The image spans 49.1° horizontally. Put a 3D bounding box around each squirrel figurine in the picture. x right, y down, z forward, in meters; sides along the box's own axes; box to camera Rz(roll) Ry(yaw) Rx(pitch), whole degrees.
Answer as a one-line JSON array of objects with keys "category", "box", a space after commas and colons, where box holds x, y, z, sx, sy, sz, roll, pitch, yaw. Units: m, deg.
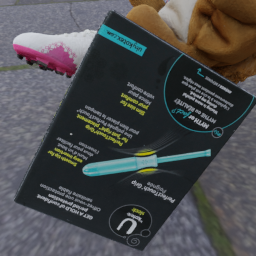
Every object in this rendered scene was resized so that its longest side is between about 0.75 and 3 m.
[{"category": "squirrel figurine", "box": [0.939, -1.276, 5.018, 2.936, 2.740, 2.078, 23, 40, -41]}]

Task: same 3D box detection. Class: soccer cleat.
[{"category": "soccer cleat", "box": [-1.083, -1.671, 6.031, 1.037, 1.282, 2.969, 21, 6, 30]}]

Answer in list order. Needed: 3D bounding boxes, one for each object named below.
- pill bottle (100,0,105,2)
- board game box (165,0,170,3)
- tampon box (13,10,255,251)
[{"category": "pill bottle", "box": [-0.844, -3.576, 7.019, 0.441, 0.795, 0.441, -22, 52, 32]}, {"category": "board game box", "box": [1.361, -3.653, 7.057, 0.592, 1.918, 1.917, 12, 2, -1]}, {"category": "tampon box", "box": [-0.026, -0.004, 3.227, 1.561, 2.083, 1.315, 27, 19, -13]}]
